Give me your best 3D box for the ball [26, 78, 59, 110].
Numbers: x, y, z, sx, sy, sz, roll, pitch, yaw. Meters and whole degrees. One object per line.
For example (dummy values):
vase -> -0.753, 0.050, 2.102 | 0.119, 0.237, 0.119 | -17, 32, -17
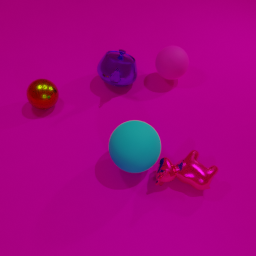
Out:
ball -> -2.471, -0.981, 8.125 | 0.902, 0.902, 0.902 | 0, 50, 0

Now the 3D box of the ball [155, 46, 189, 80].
ball -> 1.377, -2.042, 8.787 | 1.042, 1.042, 1.042 | 0, 50, 0

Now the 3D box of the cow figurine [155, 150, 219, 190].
cow figurine -> 1.325, 1.091, 6.577 | 1.274, 0.699, 1.254 | 38, 59, 20

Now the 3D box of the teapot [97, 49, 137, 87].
teapot -> -0.295, -1.904, 8.679 | 1.295, 1.020, 2.083 | 14, 33, -5

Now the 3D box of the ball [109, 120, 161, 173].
ball -> 0.160, 0.440, 6.655 | 1.238, 1.238, 1.238 | 0, 50, 0
